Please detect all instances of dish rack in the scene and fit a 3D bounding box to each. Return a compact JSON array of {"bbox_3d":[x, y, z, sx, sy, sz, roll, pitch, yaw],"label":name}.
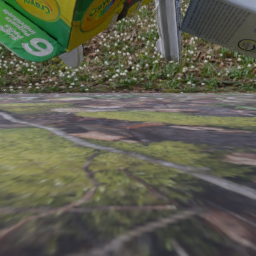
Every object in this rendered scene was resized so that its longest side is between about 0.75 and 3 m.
[{"bbox_3d":[0.762,-2.471,5.454,0.487,1.919,2.236,-2,42,12],"label":"dish rack"}]

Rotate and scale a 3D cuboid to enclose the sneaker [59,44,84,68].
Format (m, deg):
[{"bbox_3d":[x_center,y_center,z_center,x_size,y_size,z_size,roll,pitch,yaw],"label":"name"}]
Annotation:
[{"bbox_3d":[-1.522,-3.252,7.877,1.037,2.838,1.587,15,50,28],"label":"sneaker"}]

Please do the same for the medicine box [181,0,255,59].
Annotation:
[{"bbox_3d":[2.758,-2.751,5.331,2.693,2.453,1.386,21,-9,3],"label":"medicine box"}]

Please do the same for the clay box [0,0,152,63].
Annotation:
[{"bbox_3d":[-0.358,-1.247,1.957,1.078,0.447,1.876,37,50,5],"label":"clay box"}]
